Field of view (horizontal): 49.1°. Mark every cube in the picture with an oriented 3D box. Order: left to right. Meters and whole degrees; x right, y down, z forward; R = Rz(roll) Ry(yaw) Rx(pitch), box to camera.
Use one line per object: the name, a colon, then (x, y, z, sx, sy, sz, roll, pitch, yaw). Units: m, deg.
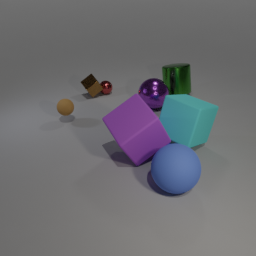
cube: (-1.778, -2.099, 13.829, 0.700, 0.700, 0.700, -38, 57, -1)
cube: (0.285, 0.062, 8.978, 1.400, 1.400, 1.400, -36, 49, 1)
cube: (2.052, -0.292, 9.769, 1.400, 1.400, 1.400, 28, 24, 35)

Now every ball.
ball: (-2.560, -0.853, 11.464, 0.700, 0.700, 0.700, 0, 29, 0)
ball: (-1.141, -2.088, 14.380, 0.700, 0.700, 0.700, 0, 29, 0)
ball: (1.153, -1.551, 12.683, 1.400, 1.400, 1.400, 0, 29, 0)
ball: (1.139, 0.650, 9.533, 0.700, 0.700, 0.700, 0, 29, 0)
ball: (1.347, 1.139, 7.913, 1.400, 1.400, 1.400, 0, 29, 0)

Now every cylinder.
cylinder: (2.453, -2.452, 14.106, 1.400, 1.400, 1.400, -6, 19, 2)
